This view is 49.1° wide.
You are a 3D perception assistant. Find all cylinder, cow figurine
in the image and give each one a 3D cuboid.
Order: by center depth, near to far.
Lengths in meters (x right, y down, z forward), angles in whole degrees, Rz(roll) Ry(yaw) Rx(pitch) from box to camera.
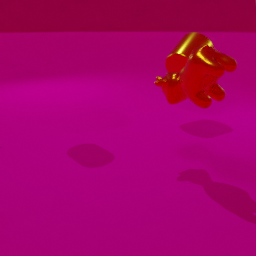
[{"bbox_3d":[1.251,-1.036,5.601,0.836,1.523,1.499,-25,52,-29],"label":"cow figurine"},{"bbox_3d":[1.930,-2.186,8.768,1.151,1.151,1.151,17,58,37],"label":"cylinder"}]
